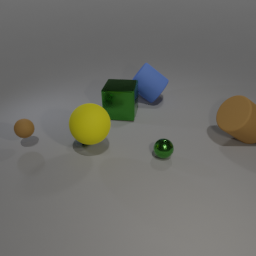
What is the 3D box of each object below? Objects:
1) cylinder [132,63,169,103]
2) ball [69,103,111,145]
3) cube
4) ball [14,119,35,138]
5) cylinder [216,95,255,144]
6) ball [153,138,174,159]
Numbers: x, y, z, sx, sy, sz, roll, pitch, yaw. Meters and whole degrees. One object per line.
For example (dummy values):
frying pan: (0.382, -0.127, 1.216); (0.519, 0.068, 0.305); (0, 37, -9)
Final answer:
cylinder: (0.987, -2.171, 13.492); (1.400, 1.400, 1.400); (37, 32, -8)
ball: (-1.287, -0.135, 9.468); (1.400, 1.400, 1.400); (0, 30, 0)
cube: (-0.319, -1.267, 12.423); (1.400, 1.400, 1.400); (3, 30, 8)
ball: (-3.711, 0.013, 10.015); (0.700, 0.700, 0.700); (0, 30, 0)
cylinder: (4.222, -0.289, 10.262); (1.400, 1.400, 1.400); (25, 16, -33)
ball: (1.233, 0.709, 9.691); (0.700, 0.700, 0.700); (0, 30, 0)
